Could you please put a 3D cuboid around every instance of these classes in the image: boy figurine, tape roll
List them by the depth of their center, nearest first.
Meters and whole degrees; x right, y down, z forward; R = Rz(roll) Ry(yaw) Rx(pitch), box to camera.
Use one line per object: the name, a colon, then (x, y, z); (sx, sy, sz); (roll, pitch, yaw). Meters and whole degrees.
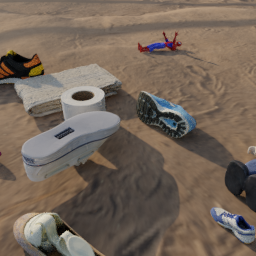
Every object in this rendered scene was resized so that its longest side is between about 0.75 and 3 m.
boy figurine: (3.247, 0.740, 5.410); (2.671, 0.861, 1.661); (-18, 35, -20)
tape roll: (-1.138, -0.518, 7.312); (1.117, 0.767, 1.117); (0, 34, 0)

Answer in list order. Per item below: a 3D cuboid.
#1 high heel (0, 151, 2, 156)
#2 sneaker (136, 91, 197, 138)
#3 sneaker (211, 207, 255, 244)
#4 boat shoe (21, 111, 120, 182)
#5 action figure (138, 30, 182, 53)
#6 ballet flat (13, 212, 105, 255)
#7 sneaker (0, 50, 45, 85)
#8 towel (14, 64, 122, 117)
high heel: (-3.198, 0.596, 6.046); (0.895, 0.301, 0.429); (5, 24, 16)
sneaker: (0.964, -0.367, 7.341); (0.865, 0.754, 1.922); (-8, 36, -42)
sneaker: (1.756, 1.527, 4.665); (0.303, 0.355, 0.805); (-27, 42, -32)
boat shoe: (-1.095, 0.367, 5.940); (0.856, 0.843, 2.416); (28, 38, 27)
action figure: (1.438, -3.790, 12.061); (1.924, 0.952, 0.628); (-5, 35, -12)
ballet flat: (-0.989, 1.675, 4.130); (2.095, 0.704, 0.713); (21, 40, 29)
sneaker: (-3.968, -2.066, 9.280); (2.486, 1.118, 0.869); (5, 34, 7)
towel: (-1.840, -1.247, 8.657); (2.964, 0.511, 1.964); (-18, 36, -24)
